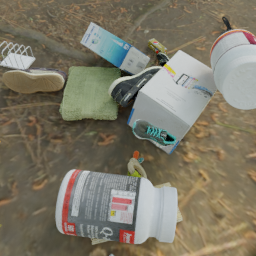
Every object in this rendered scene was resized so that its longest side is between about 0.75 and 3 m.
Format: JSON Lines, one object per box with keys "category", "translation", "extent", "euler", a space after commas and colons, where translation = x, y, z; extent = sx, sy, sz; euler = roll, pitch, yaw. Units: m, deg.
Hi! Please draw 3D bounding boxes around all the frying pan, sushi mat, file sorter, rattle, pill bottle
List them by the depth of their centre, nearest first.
{"category": "pill bottle", "translation": [-0.236, 2.001, 7.075], "extent": [2.799, 1.621, 1.621], "euler": [6, 51, 5]}
{"category": "pill bottle", "translation": [3.043, -1.641, 7.565], "extent": [1.473, 1.473, 2.688], "euler": [8, 33, 7]}
{"category": "sushi mat", "translation": [0.132, 2.350, 7.899], "extent": [2.606, 0.158, 1.247], "euler": [-11, 53, -9]}
{"category": "rattle", "translation": [0.105, 1.358, 8.694], "extent": [0.776, 0.851, 1.192], "euler": [20, 28, -24]}
{"category": "file sorter", "translation": [-4.802, -3.099, 11.954], "extent": [1.243, 0.774, 0.862], "euler": [14, 52, 10]}
{"category": "frying pan", "translation": [4.773, -4.419, 13.277], "extent": [1.513, 0.407, 2.501], "euler": [-23, 52, -18]}

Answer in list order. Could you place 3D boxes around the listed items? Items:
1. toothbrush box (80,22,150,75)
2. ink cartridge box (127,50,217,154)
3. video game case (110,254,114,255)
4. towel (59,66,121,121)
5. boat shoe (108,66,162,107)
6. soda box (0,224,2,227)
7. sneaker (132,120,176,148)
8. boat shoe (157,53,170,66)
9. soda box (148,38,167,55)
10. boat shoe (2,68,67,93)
{"category": "toothbrush box", "translation": [-0.499, -3.112, 11.274], "extent": [2.285, 1.673, 0.974], "euler": [38, 104, 25]}
{"category": "ink cartridge box", "translation": [1.546, -0.880, 9.226], "extent": [1.826, 1.859, 2.525], "euler": [36, 57, 10]}
{"category": "video game case", "translation": [-0.466, 4.349, 6.224], "extent": [1.715, 0.216, 2.395], "euler": [31, 57, 22]}
{"category": "towel", "translation": [-1.345, -1.398, 10.691], "extent": [2.186, 0.538, 2.947], "euler": [0, 48, -1]}
{"category": "boat shoe", "translation": [0.568, -1.508, 10.337], "extent": [2.783, 0.999, 0.941], "euler": [-28, 61, -37]}
{"category": "soda box", "translation": [-4.032, 2.385, 7.717], "extent": [1.197, 0.383, 0.405], "euler": [34, 60, 24]}
{"category": "sneaker", "translation": [0.740, 0.127, 7.375], "extent": [1.373, 0.626, 0.533], "euler": [23, 74, -34]}
{"category": "boat shoe", "translation": [1.535, -2.843, 11.976], "extent": [0.380, 0.403, 1.123], "euler": [-21, 56, -22]}
{"category": "soda box", "translation": [1.326, -3.628, 12.658], "extent": [0.325, 0.344, 1.014], "euler": [-27, 56, -20]}
{"category": "boat shoe", "translation": [-3.613, -1.920, 10.969], "extent": [2.537, 0.912, 0.822], "euler": [1, 31, 13]}
